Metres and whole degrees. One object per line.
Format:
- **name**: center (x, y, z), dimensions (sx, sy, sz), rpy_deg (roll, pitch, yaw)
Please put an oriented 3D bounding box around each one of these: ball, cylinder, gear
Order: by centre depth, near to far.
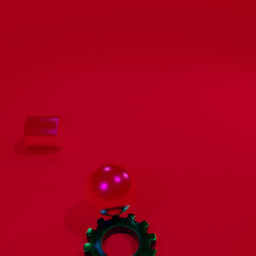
- **gear**: center (-0.143, 2.190, 5.218), dimensions (1.332, 0.246, 1.332), rpy_deg (0, 34, 0)
- **ball**: center (-0.332, 1.187, 5.464), dimensions (1.025, 1.025, 1.025), rpy_deg (0, 34, 0)
- **cylinder**: center (-2.282, 0.098, 7.724), dimensions (0.891, 0.891, 0.891), rpy_deg (0, 34, 0)
